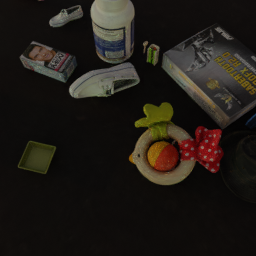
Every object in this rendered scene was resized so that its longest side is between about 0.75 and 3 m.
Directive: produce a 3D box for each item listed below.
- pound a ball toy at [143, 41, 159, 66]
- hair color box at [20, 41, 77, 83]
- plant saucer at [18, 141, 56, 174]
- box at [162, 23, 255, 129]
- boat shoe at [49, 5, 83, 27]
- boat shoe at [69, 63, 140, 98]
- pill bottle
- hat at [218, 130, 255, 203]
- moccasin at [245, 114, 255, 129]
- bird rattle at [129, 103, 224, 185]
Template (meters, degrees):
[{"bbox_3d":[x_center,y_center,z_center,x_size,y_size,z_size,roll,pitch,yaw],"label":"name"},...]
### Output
[{"bbox_3d":[0.776,-2.523,9.294,0.512,0.784,0.333,31,67,16],"label":"pound a ball toy"},{"bbox_3d":[-2.619,-2.204,9.288,1.634,0.495,0.809,21,65,12],"label":"hair color box"},{"bbox_3d":[-2.520,0.843,7.856,0.829,0.198,0.828,12,63,6],"label":"plant saucer"},{"bbox_3d":[2.918,-1.763,8.920,2.375,0.725,2.999,-31,66,-16],"label":"box"},{"bbox_3d":[-2.321,-4.199,10.366,1.321,0.441,0.486,-30,66,-15],"label":"boat shoe"},{"bbox_3d":[-0.669,-1.370,8.661,2.238,0.823,0.747,-26,64,-14],"label":"boat shoe"},{"bbox_3d":[-0.464,-3.280,8.789,1.315,2.370,1.315,0,62,0],"label":"pill bottle"},{"bbox_3d":[3.479,0.842,7.488,2.163,0.873,2.163,0,62,-1],"label":"hat"},{"bbox_3d":[4.211,-0.354,8.249,1.580,0.636,0.539,-28,69,-13],"label":"moccasin"},{"bbox_3d":[1.206,0.579,7.631,2.545,1.434,2.075,36,86,10],"label":"bird rattle"}]
